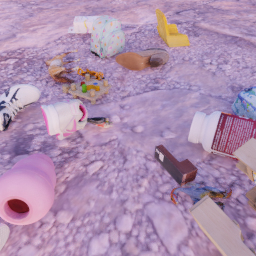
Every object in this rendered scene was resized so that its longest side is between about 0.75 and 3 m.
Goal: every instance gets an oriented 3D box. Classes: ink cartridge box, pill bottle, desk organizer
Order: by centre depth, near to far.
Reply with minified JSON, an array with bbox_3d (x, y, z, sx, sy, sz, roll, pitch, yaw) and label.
[{"bbox_3d":[1.367,1.012,8.165,0.525,0.489,1.364,-17,41,-24],"label":"desk organizer"},{"bbox_3d":[3.092,0.236,8.474,2.310,1.305,1.305,16,41,18],"label":"pill bottle"},{"bbox_3d":[-2.705,-6.471,17.518,2.114,0.712,1.238,-2,38,-3],"label":"ink cartridge box"}]

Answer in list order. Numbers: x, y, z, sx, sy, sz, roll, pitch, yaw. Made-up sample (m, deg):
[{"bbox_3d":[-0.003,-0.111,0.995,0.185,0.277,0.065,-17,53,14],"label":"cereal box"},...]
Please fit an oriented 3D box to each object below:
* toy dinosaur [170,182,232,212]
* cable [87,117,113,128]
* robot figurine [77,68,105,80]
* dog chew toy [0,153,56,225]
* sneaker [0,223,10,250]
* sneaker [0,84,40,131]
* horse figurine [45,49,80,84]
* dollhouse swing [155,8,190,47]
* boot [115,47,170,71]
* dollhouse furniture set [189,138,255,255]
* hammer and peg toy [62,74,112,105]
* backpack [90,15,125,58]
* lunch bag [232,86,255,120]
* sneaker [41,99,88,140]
[{"bbox_3d":[1.844,1.812,7.304,1.333,0.771,1.469,8,-4,33],"label":"toy dinosaur"},{"bbox_3d":[-1.298,-0.170,9.727,1.529,0.385,0.742,-1,9,11],"label":"cable"},{"bbox_3d":[-1.615,-2.383,12.385,1.259,0.366,0.913,21,18,36],"label":"robot figurine"},{"bbox_3d":[-2.451,1.371,7.075,1.369,1.369,2.198,-1,22,-2],"label":"dog chew toy"},{"bbox_3d":[-3.666,2.618,5.928,1.173,0.746,2.057,23,43,31],"label":"sneaker"},{"bbox_3d":[-4.147,-0.595,9.804,2.497,0.997,1.625,-19,43,-22],"label":"sneaker"},{"bbox_3d":[-3.039,-2.793,12.823,1.713,0.645,2.585,-15,45,0],"label":"horse figurine"},{"bbox_3d":[2.529,-5.768,15.834,1.764,1.707,1.941,-7,38,-8],"label":"dollhouse swing"},{"bbox_3d":[0.793,-3.488,13.721,2.448,0.860,1.790,11,35,10],"label":"boot"},{"bbox_3d":[3.110,1.696,5.734,2.931,2.569,1.947,-38,44,-3],"label":"dollhouse furniture set"},{"bbox_3d":[-1.751,-1.711,11.495,1.839,0.649,1.353,20,42,24],"label":"hammer and peg toy"},{"bbox_3d":[-1.022,-4.635,14.206,1.462,1.907,1.676,29,45,31],"label":"backpack"},{"bbox_3d":[4.857,-0.479,9.445,1.853,0.950,2.305,-15,52,-20],"label":"lunch bag"},{"bbox_3d":[-1.739,-0.261,8.434,1.135,1.047,2.573,-16,1,-5],"label":"sneaker"}]
